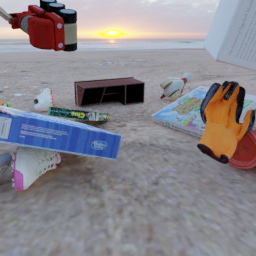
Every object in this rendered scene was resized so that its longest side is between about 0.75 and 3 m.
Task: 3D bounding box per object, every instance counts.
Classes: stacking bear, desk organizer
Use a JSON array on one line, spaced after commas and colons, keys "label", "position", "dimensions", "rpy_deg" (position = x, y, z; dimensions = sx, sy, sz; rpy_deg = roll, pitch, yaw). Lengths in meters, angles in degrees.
[{"label": "stacking bear", "position": [2.958, 0.389, 6.063], "dimensions": [1.520, 0.923, 0.864], "rpy_deg": [-3, 27, -31]}, {"label": "desk organizer", "position": [-0.684, -1.370, 10.940], "dimensions": [2.597, 0.931, 1.000], "rpy_deg": [-10, 24, -26]}]

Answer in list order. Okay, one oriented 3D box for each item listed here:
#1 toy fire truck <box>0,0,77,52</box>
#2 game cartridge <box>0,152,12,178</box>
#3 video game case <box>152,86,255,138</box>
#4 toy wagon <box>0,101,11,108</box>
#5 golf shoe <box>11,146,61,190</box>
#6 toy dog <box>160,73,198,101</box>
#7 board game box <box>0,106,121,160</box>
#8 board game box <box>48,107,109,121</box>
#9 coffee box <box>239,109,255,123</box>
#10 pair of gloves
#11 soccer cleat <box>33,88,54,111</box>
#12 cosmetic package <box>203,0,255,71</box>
[{"label": "toy fire truck", "position": [-3.166, -3.444, 8.928], "dimensions": [2.600, 1.673, 2.288], "rpy_deg": [-19, 44, -31]}, {"label": "game cartridge", "position": [-2.406, 0.783, 5.063], "dimensions": [0.160, 0.791, 0.527], "rpy_deg": [42, 30, 2]}, {"label": "video game case", "position": [2.385, -0.572, 8.615], "dimensions": [2.512, 0.277, 2.287], "rpy_deg": [-31, 33, -29]}, {"label": "toy wagon", "position": [-4.828, -0.654, 9.668], "dimensions": [1.883, 0.373, 1.461], "rpy_deg": [14, 24, 35]}, {"label": "golf shoe", "position": [-1.757, 0.627, 5.482], "dimensions": [0.841, 0.692, 1.837], "rpy_deg": [2, 17, -10]}, {"label": "toy dog", "position": [2.017, -1.703, 11.990], "dimensions": [1.938, 1.278, 0.933], "rpy_deg": [-9, -18, -38]}, {"label": "board game box", "position": [-1.746, 0.005, 5.683], "dimensions": [2.454, 0.532, 2.442], "rpy_deg": [13, 0, -27]}, {"label": "board game box", "position": [-1.276, -0.386, 7.942], "dimensions": [1.211, 0.271, 2.312], "rpy_deg": [4, 2, 5]}, {"label": "coffee box", "position": [3.390, -0.473, 9.127], "dimensions": [1.039, 0.372, 1.691], "rpy_deg": [14, 24, 38]}, {"label": "pair of gloves", "position": [2.563, 0.127, 5.349], "dimensions": [2.581, 0.319, 2.299], "rpy_deg": [28, 50, 4]}, {"label": "soccer cleat", "position": [-3.206, -1.089, 10.605], "dimensions": [0.718, 0.641, 1.851], "rpy_deg": [-8, 23, -14]}, {"label": "cosmetic package", "position": [2.892, -2.134, 4.972], "dimensions": [2.281, 2.274, 1.402], "rpy_deg": [14, 27, -5]}]
